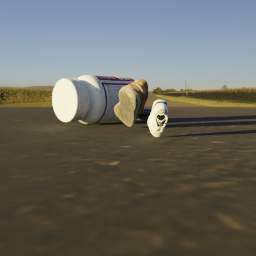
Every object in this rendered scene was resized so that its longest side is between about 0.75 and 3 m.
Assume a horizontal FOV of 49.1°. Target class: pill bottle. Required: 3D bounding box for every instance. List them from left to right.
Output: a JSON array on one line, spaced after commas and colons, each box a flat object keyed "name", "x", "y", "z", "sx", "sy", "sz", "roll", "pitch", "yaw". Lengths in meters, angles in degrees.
[{"name": "pill bottle", "x": -0.941, "y": -0.961, "z": 9.405, "sx": 1.582, "sy": 1.582, "sz": 2.887, "roll": 5, "pitch": 9, "yaw": 43}]

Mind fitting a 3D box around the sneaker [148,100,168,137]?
[{"name": "sneaker", "x": 0.588, "y": -0.097, "z": 5.419, "sx": 0.361, "sy": 0.946, "sz": 0.381, "roll": -5, "pitch": 49, "yaw": -2}]

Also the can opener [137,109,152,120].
[{"name": "can opener", "x": 0.056, "y": -0.446, "z": 11.058, "sx": 1.828, "sy": 0.488, "sz": 0.611, "roll": 1, "pitch": 38, "yaw": 2}]

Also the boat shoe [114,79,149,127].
[{"name": "boat shoe", "x": 0.146, "y": -0.622, "z": 7.309, "sx": 0.698, "sy": 0.736, "sz": 1.945, "roll": -42, "pitch": -6, "yaw": -20}]
